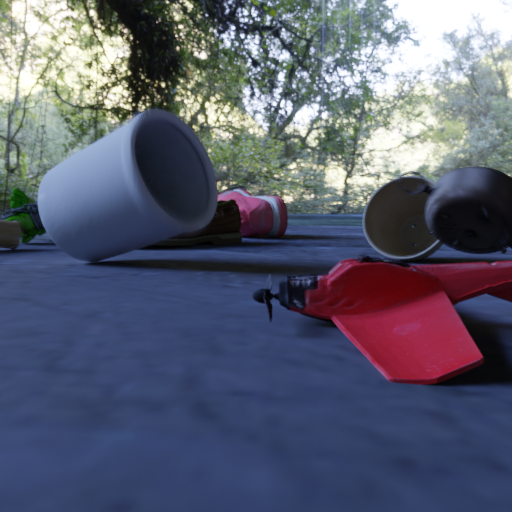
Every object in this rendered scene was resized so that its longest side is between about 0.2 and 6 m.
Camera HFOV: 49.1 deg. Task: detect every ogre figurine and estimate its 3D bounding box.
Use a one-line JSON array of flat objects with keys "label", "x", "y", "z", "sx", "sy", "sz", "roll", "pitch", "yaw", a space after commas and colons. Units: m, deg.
[{"label": "ogre figurine", "x": -3.759, "y": -1.093, "z": 12.229, "sx": 2.094, "sy": 1.713, "sz": 3.492, "roll": -17, "pitch": -12, "yaw": 6}]

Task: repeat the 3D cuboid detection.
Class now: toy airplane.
[{"label": "toy airplane", "x": 1.185, "y": 0.221, "z": 3.422, "sx": 2.430, "sy": 0.447, "sz": 2.430, "roll": 0, "pitch": 7, "yaw": 0}]

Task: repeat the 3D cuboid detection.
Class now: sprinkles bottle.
[{"label": "sprinkles bottle", "x": -4.593, "y": -0.400, "z": 8.993, "sx": 1.459, "sy": 0.498, "sz": 0.498, "roll": 5, "pitch": 0, "yaw": -41}]

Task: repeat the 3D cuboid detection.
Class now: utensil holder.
[{"label": "utensil holder", "x": -1.609, "y": -0.780, "z": 6.964, "sx": 1.746, "sy": 1.483, "sz": 1.483, "roll": -19, "pitch": -5, "yaw": 31}]

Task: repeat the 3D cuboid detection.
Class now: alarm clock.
[{"label": "alarm clock", "x": 1.953, "y": -0.454, "z": 5.322, "sx": 1.303, "sy": 0.434, "sz": 0.879, "roll": 28, "pitch": -32, "yaw": 6}]

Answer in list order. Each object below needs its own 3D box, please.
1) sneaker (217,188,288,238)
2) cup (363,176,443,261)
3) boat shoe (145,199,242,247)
[{"label": "sneaker", "x": -0.625, "y": -1.064, "z": 13.598, "sx": 1.405, "sy": 1.194, "sz": 3.240, "roll": -4, "pitch": 7, "yaw": -32}, {"label": "cup", "x": 2.142, "y": -0.399, "z": 7.639, "sx": 1.152, "sy": 1.152, "sz": 0.824, "roll": 3, "pitch": -15, "yaw": 32}, {"label": "boat shoe", "x": -1.354, "y": -0.649, "z": 10.411, "sx": 0.974, "sy": 0.920, "sz": 2.707, "roll": 4, "pitch": 7, "yaw": 38}]
